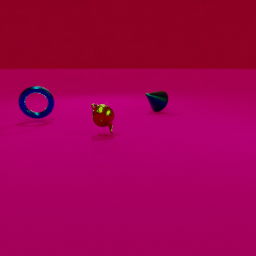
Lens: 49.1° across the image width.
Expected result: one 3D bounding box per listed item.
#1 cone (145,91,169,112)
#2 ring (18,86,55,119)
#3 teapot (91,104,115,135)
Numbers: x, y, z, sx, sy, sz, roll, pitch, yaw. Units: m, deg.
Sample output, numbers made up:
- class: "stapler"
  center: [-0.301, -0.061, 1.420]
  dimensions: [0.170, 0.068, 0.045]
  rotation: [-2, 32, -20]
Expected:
- class: "cone"
  center: [1.009, -1.251, 11.534]
  dimensions: [0.949, 0.949, 0.953]
  rotation: [14, -5, 45]
- class: "ring"
  center: [-3.172, -0.875, 9.733]
  dimensions: [1.209, 1.209, 0.242]
  rotation: [-3, 27, -14]
- class: "teapot"
  center: [-0.700, -0.278, 7.911]
  dimensions: [0.661, 1.063, 0.520]
  rotation: [-24, 30, 25]
